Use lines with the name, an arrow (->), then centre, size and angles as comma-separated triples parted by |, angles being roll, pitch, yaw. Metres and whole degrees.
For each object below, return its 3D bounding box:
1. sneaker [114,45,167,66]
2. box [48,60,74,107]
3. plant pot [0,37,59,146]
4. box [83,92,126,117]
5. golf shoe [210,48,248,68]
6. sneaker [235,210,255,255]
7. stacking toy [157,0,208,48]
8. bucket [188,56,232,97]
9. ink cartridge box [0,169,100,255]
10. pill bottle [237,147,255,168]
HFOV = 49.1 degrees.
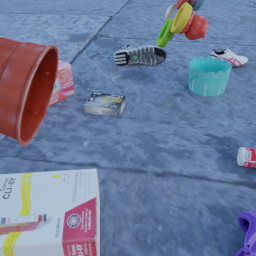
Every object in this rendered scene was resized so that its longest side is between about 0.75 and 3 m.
sneaker -> 0.502, -3.333, 12.291 | 2.264, 0.849, 1.307 | -2, 33, 0
box -> -2.936, -1.361, 9.161 | 1.054, 1.142, 2.226 | 23, 40, 29
plant pot -> -1.910, -0.670, 3.911 | 1.448, 1.489, 1.489 | 18, 35, -5
box -> -0.735, -0.775, 9.057 | 1.182, 0.286, 0.936 | 7, 35, 11
golf shoe -> 4.290, -2.976, 11.843 | 1.618, 0.745, 0.587 | 1, 34, 0
sneaker -> 2.247, 2.284, 4.352 | 1.032, 0.998, 2.474 | -8, 24, 15
stacking toy -> 1.826, -3.407, 8.678 | 0.932, 1.998, 2.207 | 22, 70, -12
bucket -> 2.862, -1.848, 10.002 | 1.511, 0.983, 1.511 | 0, 34, 0
ink cartridge box -> -1.644, 1.639, 5.003 | 2.239, 0.934, 1.625 | -3, 35, -4
pill bottle -> 3.098, 0.734, 6.743 | 0.807, 0.453, 0.453 | 8, 35, 9
